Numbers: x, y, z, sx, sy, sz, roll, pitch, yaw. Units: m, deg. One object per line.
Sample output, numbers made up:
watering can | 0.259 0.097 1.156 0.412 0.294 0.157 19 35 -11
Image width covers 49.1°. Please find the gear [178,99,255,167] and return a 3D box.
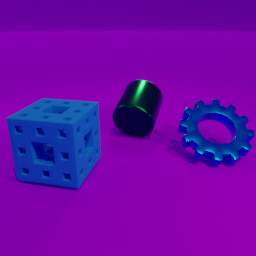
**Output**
gear | 2.019 0.076 6.484 1.662 0.307 1.662 2 56 -3

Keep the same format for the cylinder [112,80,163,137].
cylinder | 0.286 -0.535 7.662 1.145 1.145 1.145 7 46 18

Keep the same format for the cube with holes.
cube with holes | -1.402 0.237 5.697 1.301 1.301 1.301 5 23 13
